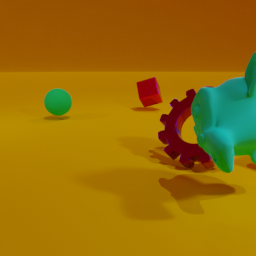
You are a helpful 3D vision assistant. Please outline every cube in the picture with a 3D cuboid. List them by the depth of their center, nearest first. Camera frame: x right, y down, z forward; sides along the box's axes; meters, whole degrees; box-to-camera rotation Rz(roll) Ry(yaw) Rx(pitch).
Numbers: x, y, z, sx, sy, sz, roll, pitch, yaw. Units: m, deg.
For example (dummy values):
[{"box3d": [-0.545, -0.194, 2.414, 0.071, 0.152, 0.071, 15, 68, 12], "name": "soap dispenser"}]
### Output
[{"box3d": [0.871, -1.428, 11.273, 0.800, 0.800, 0.800, -14, -25, 14], "name": "cube"}]

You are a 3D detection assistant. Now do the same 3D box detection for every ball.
[{"box3d": [-2.332, -0.864, 9.354, 0.911, 0.911, 0.911, 0, 12, 0], "name": "ball"}]

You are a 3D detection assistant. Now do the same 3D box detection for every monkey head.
[{"box3d": [1.324, -0.011, 3.331, 0.979, 1.625, 1.169, -11, 30, 7], "name": "monkey head"}]

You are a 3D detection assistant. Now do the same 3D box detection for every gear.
[{"box3d": [1.280, -0.029, 5.022, 1.501, 1.501, 0.278, 10, -20, 37], "name": "gear"}]
